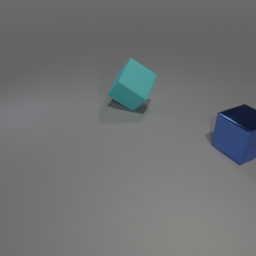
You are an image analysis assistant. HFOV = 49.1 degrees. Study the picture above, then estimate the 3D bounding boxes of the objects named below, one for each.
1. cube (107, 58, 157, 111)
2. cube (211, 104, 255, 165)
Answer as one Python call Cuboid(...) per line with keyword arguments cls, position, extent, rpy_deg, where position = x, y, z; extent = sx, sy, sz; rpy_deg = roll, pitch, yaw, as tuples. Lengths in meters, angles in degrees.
Cuboid(cls="cube", position=(0.168, -1.864, 12.230), extent=(1.400, 1.400, 1.400), rpy_deg=(31, 63, -13))
Cuboid(cls="cube", position=(4.033, 0.185, 9.873), extent=(1.400, 1.400, 1.400), rpy_deg=(-17, 36, -25))
